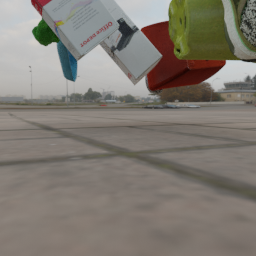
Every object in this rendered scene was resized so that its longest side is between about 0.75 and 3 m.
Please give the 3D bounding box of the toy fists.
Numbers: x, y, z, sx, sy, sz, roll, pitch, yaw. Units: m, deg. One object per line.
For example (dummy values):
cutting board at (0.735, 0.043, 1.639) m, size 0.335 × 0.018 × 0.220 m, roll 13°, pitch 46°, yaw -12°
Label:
toy fists at (-2.212, -2.848, 8.074) m, size 0.554 × 0.822 × 1.612 m, roll 29°, pitch 26°, yaw -4°

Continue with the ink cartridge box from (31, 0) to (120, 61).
ink cartridge box at (-1.303, -2.799, 6.977) m, size 1.310 × 1.797 × 0.744 m, roll -42°, pitch 14°, yaw -13°

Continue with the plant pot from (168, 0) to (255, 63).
plant pot at (2.329, -2.649, 6.673) m, size 2.450 × 2.665 × 2.665 m, roll -7°, pitch 4°, yaw -2°

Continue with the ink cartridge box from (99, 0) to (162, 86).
ink cartridge box at (-0.231, -2.833, 9.174) m, size 1.126 × 2.690 × 1.952 m, roll -41°, pitch 3°, yaw 2°

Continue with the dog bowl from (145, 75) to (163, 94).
dog bowl at (1.100, -1.965, 11.692) m, size 0.330 × 1.125 × 1.125 m, roll -3°, pitch 1°, yaw 35°

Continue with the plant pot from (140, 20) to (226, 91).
plant pot at (2.134, -2.830, 10.247) m, size 2.439 × 2.437 × 2.149 m, roll -11°, pitch 5°, yaw -22°

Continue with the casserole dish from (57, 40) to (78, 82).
casserole dish at (-2.097, -2.545, 9.729) m, size 0.403 × 1.259 × 2.079 m, roll 0°, pitch -35°, yaw 0°

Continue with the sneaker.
sneaker at (2.137, -2.625, 4.708) m, size 1.090 × 2.835 × 1.256 m, roll -22°, pitch 3°, yaw -15°
